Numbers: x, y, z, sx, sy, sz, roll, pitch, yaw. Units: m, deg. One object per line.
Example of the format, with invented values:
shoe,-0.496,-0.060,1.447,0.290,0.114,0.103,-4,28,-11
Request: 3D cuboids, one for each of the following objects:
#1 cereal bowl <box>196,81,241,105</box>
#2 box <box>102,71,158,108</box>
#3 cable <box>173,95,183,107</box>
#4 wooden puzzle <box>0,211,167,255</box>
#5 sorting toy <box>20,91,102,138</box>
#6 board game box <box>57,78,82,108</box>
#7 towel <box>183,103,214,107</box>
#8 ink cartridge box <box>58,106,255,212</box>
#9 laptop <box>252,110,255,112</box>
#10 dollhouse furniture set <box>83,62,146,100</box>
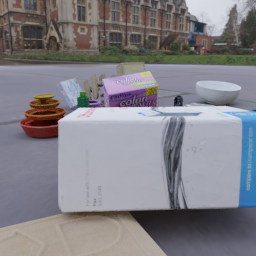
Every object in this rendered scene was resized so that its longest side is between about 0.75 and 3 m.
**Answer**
cereal bowl,3.877,-1.494,12.194,1.880,0.783,1.880,3,20,-1
box,0.059,-0.623,7.416,1.276,1.451,0.701,-12,45,-11
cable,1.518,-0.552,8.610,0.239,0.940,0.767,5,-24,4
wooden puzzle,-0.564,1.439,2.534,2.084,0.482,1.930,-2,15,-26
sorting toy,-1.628,-0.543,8.173,2.905,1.192,1.746,-14,20,-41
board game box,-2.199,-1.401,11.129,0.228,1.052,1.047,-26,6,27
towel,2.854,-0.882,11.291,1.029,0.178,0.991,11,19,35
ink cartridge box,0.505,0.307,4.144,2.728,1.172,1.998,1,9,-4
laptop,4.126,0.199,7.482,2.600,1.515,2.934,-7,-9,-25
dollhouse furniture set,-0.268,-1.464,11.868,2.325,1.762,2.653,-9,-4,-29
